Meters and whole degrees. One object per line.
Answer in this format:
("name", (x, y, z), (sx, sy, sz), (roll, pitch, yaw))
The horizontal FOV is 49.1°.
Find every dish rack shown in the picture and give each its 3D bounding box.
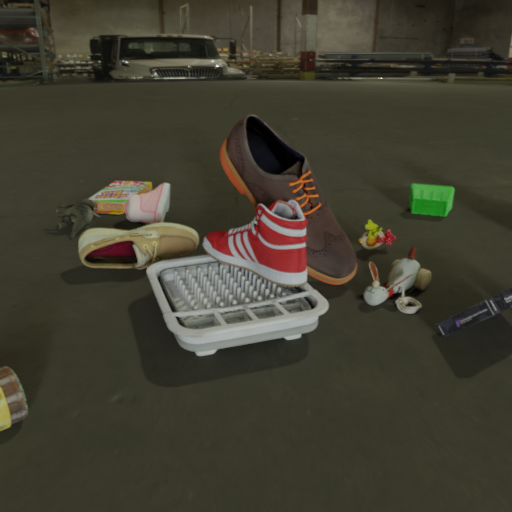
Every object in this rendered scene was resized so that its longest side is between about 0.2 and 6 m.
("dish rack", (-0.397, 0.702, 8.961), (2.393, 0.607, 2.789), (-8, 24, -17))

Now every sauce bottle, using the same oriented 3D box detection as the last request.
("sauce bottle", (-3.634, 1.894, 5.951), (2.229, 0.721, 0.721), (-21, 30, -40))

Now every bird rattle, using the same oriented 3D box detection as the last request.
("bird rattle", (2.474, -0.393, 11.649), (0.766, 0.625, 0.432), (26, 34, -43))

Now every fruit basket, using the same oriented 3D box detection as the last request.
("fruit basket", (4.409, -1.471, 14.133), (1.139, 0.822, 1.139), (-4, 39, 3))

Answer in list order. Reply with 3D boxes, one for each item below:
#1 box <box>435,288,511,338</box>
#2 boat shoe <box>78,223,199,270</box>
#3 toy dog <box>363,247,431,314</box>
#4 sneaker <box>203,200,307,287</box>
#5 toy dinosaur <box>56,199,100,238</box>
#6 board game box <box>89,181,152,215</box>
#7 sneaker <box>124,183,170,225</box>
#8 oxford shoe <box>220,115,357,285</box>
("box", (3.561, 0.761, 8.440), (1.483, 0.268, 1.060), (-14, -18, -31))
("boat shoe", (-2.234, -0.092, 10.769), (2.303, 0.852, 0.765), (-6, 35, -8))
("toy dog", (2.465, 0.314, 9.713), (1.009, 0.737, 1.530), (10, 24, 22))
("sneaker", (-0.022, -0.417, 9.270), (0.813, 1.284, 2.283), (-15, 25, -43))
("toy dinosaur", (-4.110, -0.950, 12.917), (0.877, 0.660, 1.715), (-12, 21, -11))
("board game box", (-3.668, -1.569, 14.902), (1.092, 0.343, 2.285), (3, 25, 9))
("sneaker", (-2.651, -1.320, 13.684), (0.999, 0.719, 1.911), (5, 26, -3))
("oxford shoe", (0.635, -0.949, 9.820), (1.220, 3.427, 1.243), (-40, -3, -23))
